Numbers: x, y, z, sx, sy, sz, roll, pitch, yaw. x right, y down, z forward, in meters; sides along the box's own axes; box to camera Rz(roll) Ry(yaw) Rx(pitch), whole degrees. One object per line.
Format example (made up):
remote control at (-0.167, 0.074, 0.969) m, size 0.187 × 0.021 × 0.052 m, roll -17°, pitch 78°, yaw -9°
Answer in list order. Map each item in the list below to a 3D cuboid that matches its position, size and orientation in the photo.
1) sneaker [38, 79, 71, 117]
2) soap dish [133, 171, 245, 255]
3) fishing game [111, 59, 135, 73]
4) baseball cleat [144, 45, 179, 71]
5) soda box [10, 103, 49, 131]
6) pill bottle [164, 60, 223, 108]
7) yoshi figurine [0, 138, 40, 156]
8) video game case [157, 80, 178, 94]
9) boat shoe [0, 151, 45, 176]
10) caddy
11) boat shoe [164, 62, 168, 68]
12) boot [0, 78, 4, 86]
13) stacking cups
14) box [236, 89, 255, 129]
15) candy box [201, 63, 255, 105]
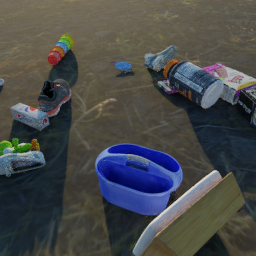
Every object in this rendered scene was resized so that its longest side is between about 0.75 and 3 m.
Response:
sneaker at (-3.223, -1.654, 12.324) m, size 1.097 × 1.166 × 2.848 m, roll 1°, pitch 36°, yaw 1°
soap dish at (1.395, 2.250, 6.380) m, size 2.515 × 1.979 × 1.021 m, roll -27°, pitch 60°, yaw -32°
fishing game at (-0.262, -3.440, 15.652) m, size 0.971 × 0.211 × 1.356 m, roll -27°, pitch 51°, yaw -32°
baseball cleat at (1.812, -4.125, 15.956) m, size 1.438 × 0.942 × 2.703 m, roll 19°, pitch 39°, yaw 24°
soda box at (-3.933, -0.478, 11.230) m, size 1.614 × 0.551 × 0.512 m, roll 19°, pitch 40°, yaw 26°
pill bottle at (2.800, -2.102, 12.530) m, size 1.398 × 1.398 × 2.633 m, roll -24°, pitch 49°, yaw -30°
yoshi figurine at (-3.801, 0.657, 9.559) m, size 1.426 × 0.801 × 0.798 m, roll -12°, pitch 22°, yaw -11°
video game case at (2.217, -2.083, 13.741) m, size 1.182 × 0.212 × 1.071 m, roll -15°, pitch 39°, yaw -20°
boat shoe at (-3.514, 1.164, 8.926) m, size 1.673 × 0.617 × 0.537 m, roll -8°, pitch 32°, yaw -23°
caddy at (0.284, 1.332, 8.069) m, size 2.520 × 1.323 × 1.781 m, roll 14°, pitch 37°, yaw 19°
boat shoe at (2.148, -3.431, 15.577) m, size 0.276 × 0.251 × 0.751 m, roll 2°, pitch 36°, yaw 2°
boot at (-6.798, -2.294, 13.620) m, size 0.533 × 0.693 × 1.450 m, roll 27°, pitch 44°, yaw 33°
stacking cups at (-4.149, -4.716, 16.898) m, size 0.899 × 0.899 × 2.971 m, roll 6°, pitch 39°, yaw 8°
box at (5.900, -0.827, 11.354) m, size 2.211 × 0.952 × 1.811 m, roll -6°, pitch 36°, yaw -9°
candy box at (4.667, -2.185, 13.387) m, size 1.754 × 0.785 × 2.573 m, roll -20°, pitch 41°, yaw -27°
